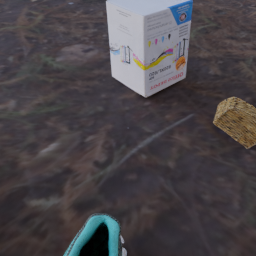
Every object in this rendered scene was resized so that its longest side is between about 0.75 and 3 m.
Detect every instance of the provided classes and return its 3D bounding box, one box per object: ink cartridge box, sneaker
[{"bbox_3d":[0.596,-2.442,8.052,1.710,2.323,1.680,-28,46,-26],"label":"ink cartridge box"},{"bbox_3d":[-0.725,2.315,3.475,1.106,1.301,2.852,15,47,3],"label":"sneaker"}]

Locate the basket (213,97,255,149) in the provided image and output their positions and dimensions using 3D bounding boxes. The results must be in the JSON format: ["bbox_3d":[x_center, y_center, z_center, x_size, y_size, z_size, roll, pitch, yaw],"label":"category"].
[{"bbox_3d":[2.699,-0.249,6.558,1.125,0.803,0.838,37,42,-1],"label":"basket"}]
